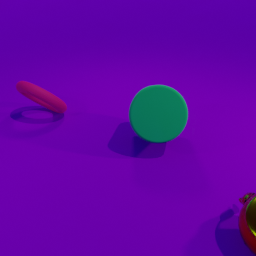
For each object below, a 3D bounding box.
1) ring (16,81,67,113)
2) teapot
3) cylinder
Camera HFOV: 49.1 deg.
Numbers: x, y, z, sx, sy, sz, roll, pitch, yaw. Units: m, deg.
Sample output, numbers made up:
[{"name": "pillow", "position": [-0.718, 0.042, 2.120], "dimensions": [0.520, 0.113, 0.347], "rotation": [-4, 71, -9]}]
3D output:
[{"name": "ring", "position": [-2.447, -0.862, 7.970], "dimensions": [1.525, 1.525, 0.305], "rotation": [20, 79, 31]}, {"name": "teapot", "position": [2.277, 1.491, 4.186], "dimensions": [1.186, 0.934, 1.908], "rotation": [-38, 34, -4]}, {"name": "cylinder", "position": [0.681, -0.373, 6.635], "dimensions": [1.274, 1.274, 1.274], "rotation": [1, 8, 2]}]
